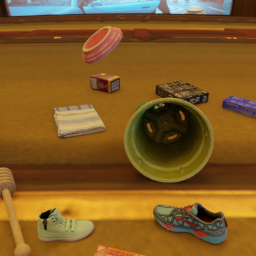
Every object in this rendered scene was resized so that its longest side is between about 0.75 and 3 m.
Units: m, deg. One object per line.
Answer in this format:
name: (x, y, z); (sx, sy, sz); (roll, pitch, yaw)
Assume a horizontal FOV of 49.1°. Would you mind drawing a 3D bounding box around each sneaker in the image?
sneaker: (-1.323, 2.006, 5.931); (1.176, 0.694, 0.433); (-4, 27, -10)
sneaker: (1.344, 1.866, 6.107); (1.618, 0.773, 0.642); (11, 30, 19)

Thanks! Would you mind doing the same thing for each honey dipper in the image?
honey dipper: (-2.687, 1.865, 6.413); (0.531, 0.531, 2.794); (-15, 33, -26)

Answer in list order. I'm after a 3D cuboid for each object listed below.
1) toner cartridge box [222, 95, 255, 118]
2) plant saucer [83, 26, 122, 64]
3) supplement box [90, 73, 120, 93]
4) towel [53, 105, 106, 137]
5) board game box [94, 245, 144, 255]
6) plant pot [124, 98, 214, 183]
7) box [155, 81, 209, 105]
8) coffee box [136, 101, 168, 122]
toner cartridge box: (4.929, -0.882, 11.748); (1.717, 0.371, 0.816); (25, 36, 38)
plant saucer: (-0.863, -2.618, 8.627); (1.472, 0.373, 1.472); (-27, 38, 24)
supplement box: (-1.153, -2.289, 14.094); (1.290, 0.666, 0.844); (18, 33, 30)
towel: (-1.962, -0.373, 10.893); (1.731, 0.281, 2.357); (-8, 29, -17)
board game box: (-0.215, 2.627, 4.574); (0.857, 0.858, 0.858); (7, 29, 15)
plant pot: (1.140, 0.082, 8.309); (2.325, 2.325, 2.138); (2, 16, 4)
box: (2.487, -1.635, 13.094); (1.614, 0.439, 2.015); (-14, 31, -25)
coffee box: (1.219, -0.682, 11.384); (1.618, 0.356, 0.995); (11, 30, 21)
